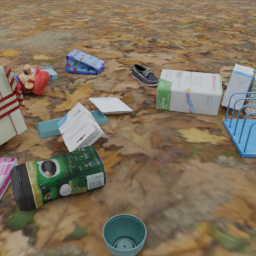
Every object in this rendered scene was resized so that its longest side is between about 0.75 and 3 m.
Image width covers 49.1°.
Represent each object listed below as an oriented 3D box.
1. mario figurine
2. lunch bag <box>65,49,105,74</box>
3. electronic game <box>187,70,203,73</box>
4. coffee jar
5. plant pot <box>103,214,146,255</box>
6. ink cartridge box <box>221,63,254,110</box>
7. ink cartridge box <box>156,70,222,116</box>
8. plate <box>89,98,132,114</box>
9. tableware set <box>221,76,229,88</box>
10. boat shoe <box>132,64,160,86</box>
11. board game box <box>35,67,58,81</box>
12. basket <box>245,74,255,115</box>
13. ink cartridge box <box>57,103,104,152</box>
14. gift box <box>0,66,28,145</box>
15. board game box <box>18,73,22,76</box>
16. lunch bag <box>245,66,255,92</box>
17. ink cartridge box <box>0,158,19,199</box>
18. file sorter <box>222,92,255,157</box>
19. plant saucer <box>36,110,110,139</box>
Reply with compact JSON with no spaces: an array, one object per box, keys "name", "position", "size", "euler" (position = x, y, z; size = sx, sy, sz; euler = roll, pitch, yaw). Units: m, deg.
[{"name":"mario figurine","position":[-5.010,-2.261,12.484],"size":[2.930,1.553,1.809],"euler":[-10,59,-5]},{"name":"lunch bag","position":[-2.226,-3.555,15.424],"size":[2.006,0.944,1.510],"euler":[13,30,3]},{"name":"electronic game","position":[3.445,-2.450,13.982],"size":[1.760,0.366,1.760],"euler":[7,33,-4]},{"name":"coffee jar","position":[-1.820,1.296,7.356],"size":[2.305,0.984,1.202],"euler":[-13,44,-21]},{"name":"plant pot","position":[-0.069,2.394,5.973],"size":[0.907,0.608,0.907],"euler":[-1,32,0]},{"name":"ink cartridge box","position":[4.551,-1.774,11.530],"size":[0.785,1.364,2.355],"euler":[19,28,18]},{"name":"ink cartridge box","position":[2.554,-1.523,11.735],"size":[2.504,1.095,1.819],"euler":[6,37,11]},{"name":"plate","position":[-0.734,-0.883,11.410],"size":[1.383,0.224,1.380],"euler":[-5,30,-32]},{"name":"tableware set","position":[4.684,-2.143,13.593],"size":[0.888,0.269,1.343],"euler":[-3,34,-30]},{"name":"boat shoe","position":[0.863,-2.669,14.026],"size":[0.763,0.659,2.100],"euler":[-21,36,-26]},{"name":"board game box","position":[-4.348,-2.806,14.627],"size":[0.983,0.305,1.301],"euler":[-17,36,-25]},{"name":"basket","position":[5.941,-1.467,11.270],"size":[2.000,1.609,1.982],"euler":[13,35,23]},{"name":"ink cartridge box","position":[-1.454,0.098,8.641],"size":[1.034,0.610,1.797],"euler":[-43,39,3]},{"name":"gift box","position":[-4.913,-0.744,8.772],"size":[2.568,2.783,2.599],"euler":[11,34,27]},{"name":"board game box","position":[-4.692,-2.249,13.571],"size":[1.498,0.242,0.899],"euler":[4,48,7]},{"name":"lunch bag","position":[5.764,-2.292,13.144],"size":[0.821,0.989,1.179],"euler":[-6,32,-10]},{"name":"ink cartridge box","position":[-3.859,1.640,7.375],"size":[1.114,0.436,2.353],"euler":[-1,34,4]},{"name":"file sorter","position":[4.356,-0.185,9.444],"size":[1.509,1.334,2.174],"euler":[1,31,0]},{"name":"plant saucer","position":[-2.062,-0.208,10.526],"size":[2.640,0.250,0.923],"euler":[-13,35,-22]}]
